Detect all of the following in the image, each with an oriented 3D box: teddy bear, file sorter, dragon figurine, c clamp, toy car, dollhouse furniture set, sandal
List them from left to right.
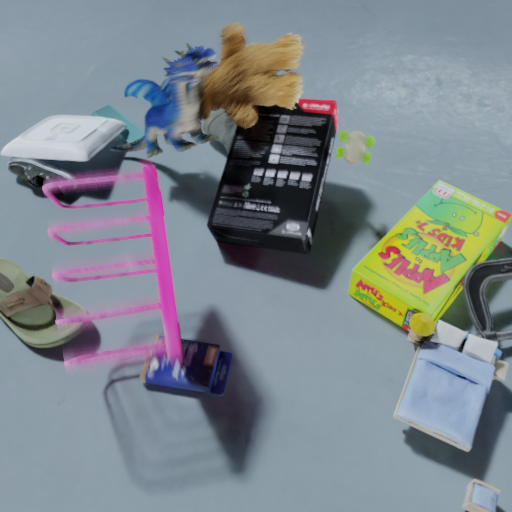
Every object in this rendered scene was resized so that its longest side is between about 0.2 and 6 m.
[{"bbox_3d":[-3.993,0.720,9.599,2.592,0.740,1.029,27,54,22],"label":"sandal"},{"bbox_3d":[-2.060,0.231,8.202,1.614,1.788,2.573,-8,85,-8],"label":"file sorter"},{"bbox_3d":[-1.879,-3.022,11.195,1.093,1.846,3.714,-28,21,-34],"label":"dragon figurine"},{"bbox_3d":[-0.295,-3.419,10.743,2.698,1.956,0.901,20,21,27],"label":"teddy bear"},{"bbox_3d":[1.820,-1.974,10.493,0.609,0.742,0.585,13,89,5],"label":"toy car"},{"bbox_3d":[3.088,2.054,7.565,2.672,1.744,2.523,24,58,16],"label":"dollhouse furniture set"},{"bbox_3d":[4.424,1.003,9.397,2.404,0.326,2.054,-13,74,-13],"label":"c clamp"}]

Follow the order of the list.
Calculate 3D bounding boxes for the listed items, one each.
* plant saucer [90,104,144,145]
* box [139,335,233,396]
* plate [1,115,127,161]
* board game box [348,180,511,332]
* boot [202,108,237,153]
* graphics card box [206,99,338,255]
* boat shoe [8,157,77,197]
[{"bbox_3d":[-3.246,-3.111,13.321,0.614,0.166,1.755,-35,57,-26],"label":"plant saucer"},{"bbox_3d":[-1.100,1.745,9.021,1.347,0.218,0.816,8,49,6],"label":"box"},{"bbox_3d":[-4.222,-2.690,12.394,2.071,0.335,2.075,6,35,12],"label":"plate"},{"bbox_3d":[3.219,-0.041,10.264,1.551,0.727,3.053,33,57,25],"label":"board game box"},{"bbox_3d":[0.171,-2.683,12.363,2.163,0.863,2.379,-40,53,-6],"label":"boot"},{"bbox_3d":[0.387,-1.642,10.919,1.940,0.786,3.092,8,67,15],"label":"graphics card box"},{"bbox_3d":[-4.589,-1.678,11.819,1.645,0.565,0.466,17,51,12],"label":"boat shoe"}]
